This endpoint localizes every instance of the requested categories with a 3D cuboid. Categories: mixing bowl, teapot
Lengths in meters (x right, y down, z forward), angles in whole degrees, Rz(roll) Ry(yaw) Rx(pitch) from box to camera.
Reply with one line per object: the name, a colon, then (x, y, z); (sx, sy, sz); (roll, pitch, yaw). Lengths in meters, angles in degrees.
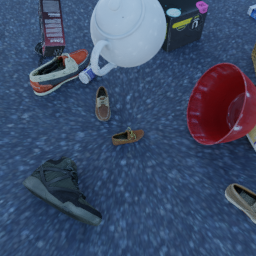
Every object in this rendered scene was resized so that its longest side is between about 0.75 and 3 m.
mixing bowl: (3.239, -0.632, 9.010); (1.408, 2.600, 2.600); (12, 49, -25)
teapot: (-0.149, -3.144, 8.394); (2.558, 1.893, 2.591); (-21, 78, 14)

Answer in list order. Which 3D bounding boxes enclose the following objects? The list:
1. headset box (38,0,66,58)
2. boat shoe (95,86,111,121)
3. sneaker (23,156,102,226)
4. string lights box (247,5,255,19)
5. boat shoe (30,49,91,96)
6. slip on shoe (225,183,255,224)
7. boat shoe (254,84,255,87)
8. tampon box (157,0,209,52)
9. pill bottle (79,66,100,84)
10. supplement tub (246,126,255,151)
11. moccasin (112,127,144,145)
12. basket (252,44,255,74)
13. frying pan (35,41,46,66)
headset box: (-1.982, -2.530, 7.254); (0.534, 1.029, 1.383); (-8, 92, -19)
boat shoe: (-0.940, -0.903, 10.130); (0.567, 0.538, 1.498); (-8, 53, -6)
sneaker: (-1.597, 1.658, 7.907); (2.535, 0.969, 1.452); (24, 63, 24)
string lights box: (6.639, -5.543, 13.747); (0.698, 0.401, 1.359); (-23, 56, -17)
boat shoe: (-2.602, -2.408, 11.052); (1.038, 0.912, 2.916); (33, 58, 25)
slip on shoe: (3.570, 2.162, 7.798); (1.756, 0.532, 0.668); (38, 62, 25)
boat shoe: (4.460, -1.489, 10.677); (1.126, 0.396, 0.397); (-16, 54, -13)
tampon box: (1.842, -5.078, 12.589); (2.004, 1.688, 2.674); (-26, 57, -19)
pill bottle: (-1.517, -2.181, 11.143); (0.481, 0.481, 0.831); (30, 58, 21)
supplement tub: (4.332, 0.063, 9.150); (0.931, 0.931, 1.281); (-9, 53, -7)
moccasin: (0.000, 0.249, 9.321); (1.117, 0.431, 0.409); (-9, 53, -7)
basket: (6.017, -2.694, 10.769); (1.769, 1.695, 2.375); (5, 53, 5)
frying pan: (-3.468, -3.246, 12.095); (1.001, 0.269, 1.656); (-16, 56, -11)
